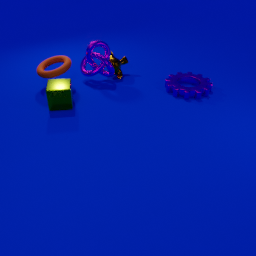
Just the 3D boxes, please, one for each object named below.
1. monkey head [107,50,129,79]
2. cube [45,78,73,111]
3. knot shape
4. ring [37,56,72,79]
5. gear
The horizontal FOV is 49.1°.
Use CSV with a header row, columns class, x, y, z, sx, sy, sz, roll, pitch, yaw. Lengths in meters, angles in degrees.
class,x,y,z,sx,sy,sz,roll,pitch,yaw
monkey head,-0.459,-2.690,11.670,0.946,1.315,0.793,-26,4,6
cube,-2.368,-1.170,9.770,0.820,0.820,0.820,-4,37,-7
knot shape,-1.194,-2.732,11.097,1.536,1.437,0.710,13,28,11
ring,-2.824,-2.344,10.704,1.374,0.275,1.374,-9,42,8
gear,2.340,-1.667,10.893,1.756,0.325,1.756,0,36,0
